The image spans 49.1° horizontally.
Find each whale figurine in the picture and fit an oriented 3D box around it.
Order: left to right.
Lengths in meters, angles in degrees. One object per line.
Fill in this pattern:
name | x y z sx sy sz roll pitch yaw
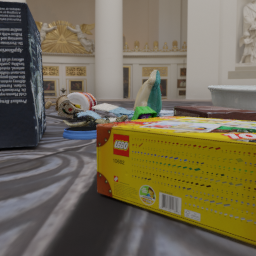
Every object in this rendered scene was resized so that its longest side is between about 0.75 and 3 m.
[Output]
whale figurine | 0.974 -1.253 11.368 1.125 2.169 1.725 18 42 -5

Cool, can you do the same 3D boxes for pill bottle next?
pill bottle | -2.113 -1.059 12.915 1.166 1.166 2.064 1 8 7

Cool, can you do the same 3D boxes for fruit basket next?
fruit basket | 0.473 -0.067 7.436 0.641 0.889 0.889 -4 8 -26

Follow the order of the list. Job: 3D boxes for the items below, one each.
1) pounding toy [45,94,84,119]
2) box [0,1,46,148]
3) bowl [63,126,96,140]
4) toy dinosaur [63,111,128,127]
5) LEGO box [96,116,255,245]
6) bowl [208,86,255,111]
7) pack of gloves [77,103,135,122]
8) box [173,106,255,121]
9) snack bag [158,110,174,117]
pounding toy | -2.488 -0.980 11.015 1.429 0.817 0.820 13 32 -43
box | -3.055 -1.157 6.785 1.828 2.900 2.950 -2 7 -12
bowl | -1.185 0.117 7.501 1.108 0.217 1.108 0 7 0
toy dinosaur | -1.189 -0.189 8.769 2.309 0.548 1.018 1 -7 14
LEGO box | 0.947 0.369 3.078 2.142 0.827 1.595 6 9 40
bowl | 4.288 -0.787 9.807 2.976 1.337 2.976 -1 11 0
pack of gloves | -0.712 -0.373 10.519 2.185 0.431 1.836 16 26 36
box | 1.931 -0.065 6.552 1.148 0.859 2.293 -1 6 -7
snack bag | 1.252 -0.720 13.942 2.323 0.249 2.190 -2 7 -16
